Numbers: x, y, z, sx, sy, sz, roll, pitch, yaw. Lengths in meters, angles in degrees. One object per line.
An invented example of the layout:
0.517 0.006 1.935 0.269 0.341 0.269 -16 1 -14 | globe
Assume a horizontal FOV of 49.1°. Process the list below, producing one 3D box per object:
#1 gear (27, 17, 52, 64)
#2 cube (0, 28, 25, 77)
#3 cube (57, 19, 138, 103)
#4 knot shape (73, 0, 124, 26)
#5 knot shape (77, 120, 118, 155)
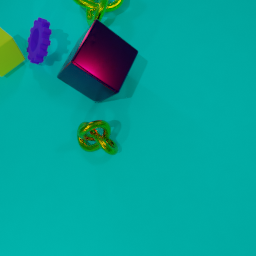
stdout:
-2.538 -2.459 7.941 0.231 1.247 1.247 6 64 -39 | gear
-3.647 -2.179 7.893 0.877 0.877 0.877 39 72 23 | cube
-0.802 -1.647 7.267 1.346 1.346 1.346 32 70 -22 | cube
-0.937 -3.786 8.529 1.617 0.747 1.513 -3 72 17 | knot shape
-0.871 0.235 7.067 1.153 1.232 0.569 1 53 39 | knot shape
